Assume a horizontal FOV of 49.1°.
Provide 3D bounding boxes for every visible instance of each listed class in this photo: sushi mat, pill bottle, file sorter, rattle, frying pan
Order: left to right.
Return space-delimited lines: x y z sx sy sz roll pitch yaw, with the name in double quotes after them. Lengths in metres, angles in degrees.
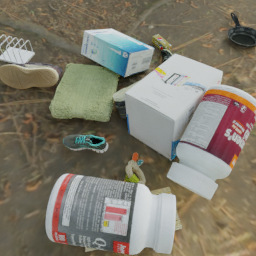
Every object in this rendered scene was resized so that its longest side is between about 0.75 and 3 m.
-4.693 -3.237 11.550 1.243 0.774 0.862 15 54 11 "file sorter"
-0.342 2.056 6.651 2.799 1.621 1.621 7 52 6 "pill bottle"
0.042 2.381 7.489 2.606 0.158 1.247 -10 53 -8 "sushi mat"
0.052 1.378 8.269 0.776 0.851 1.192 21 30 -23 "rattle"
2.165 0.363 7.249 1.473 1.473 2.688 26 82 19 "pill bottle"
4.933 -4.357 12.679 1.513 0.407 2.501 -21 53 -17 "frying pan"

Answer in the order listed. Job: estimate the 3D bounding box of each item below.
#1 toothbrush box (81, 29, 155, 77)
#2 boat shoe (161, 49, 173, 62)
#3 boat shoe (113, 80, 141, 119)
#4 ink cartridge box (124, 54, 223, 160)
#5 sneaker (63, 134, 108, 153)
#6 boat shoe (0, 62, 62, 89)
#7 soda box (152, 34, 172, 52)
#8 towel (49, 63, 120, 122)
-0.413 -2.993 10.867 2.285 0.974 1.673 33 36 23 "toothbrush box"
1.636 -2.837 11.460 0.380 0.403 1.123 -20 56 -20 "boat shoe"
0.646 -1.247 9.997 2.783 0.941 0.999 -34 24 -34 "boat shoe"
1.435 -0.741 8.800 1.826 1.859 2.525 32 58 30 "ink cartridge box"
-1.268 0.381 8.470 1.373 0.626 0.533 5 66 -7 "sneaker"
-3.657 -2.023 10.562 2.537 0.912 0.822 3 27 18 "boat shoe"
1.460 -3.638 12.135 0.325 0.344 1.014 -25 56 -19 "soda box"
-1.455 -1.361 10.116 2.186 0.538 2.947 5 46 1 "towel"
